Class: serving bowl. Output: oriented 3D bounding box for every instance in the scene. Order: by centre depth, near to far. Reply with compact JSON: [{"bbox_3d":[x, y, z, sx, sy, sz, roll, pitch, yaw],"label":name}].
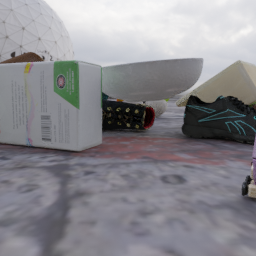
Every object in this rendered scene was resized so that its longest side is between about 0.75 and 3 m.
[{"bbox_3d":[0.505,-1.159,7.039,2.729,0.898,2.729,-5,10,1],"label":"serving bowl"}]

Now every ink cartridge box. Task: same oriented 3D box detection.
[{"bbox_3d":[-1.709,-0.483,5.754,2.255,1.638,0.986,3,8,23],"label":"ink cartridge box"}]

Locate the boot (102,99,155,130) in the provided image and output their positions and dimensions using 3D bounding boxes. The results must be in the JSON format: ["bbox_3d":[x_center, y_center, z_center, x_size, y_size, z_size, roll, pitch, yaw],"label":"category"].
[{"bbox_3d":[-0.540,-0.361,7.654,1.935,0.925,2.562,6,7,27],"label":"boot"}]

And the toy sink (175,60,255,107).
[{"bbox_3d":[2.846,-0.791,8.345,2.283,1.279,1.488,-34,-16,36],"label":"toy sink"}]

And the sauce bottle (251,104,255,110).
[{"bbox_3d":[4.377,-0.169,6.892,2.505,0.811,0.811,6,9,26],"label":"sauce bottle"}]

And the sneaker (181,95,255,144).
[{"bbox_3d":[2.428,-0.214,6.289,2.563,1.016,0.966,6,7,30],"label":"sneaker"}]

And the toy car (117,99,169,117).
[{"bbox_3d":[0.664,-1.384,13.150,2.544,2.227,1.908,-1,-29,-3],"label":"toy car"}]

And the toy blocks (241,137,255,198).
[{"bbox_3d":[2.547,-0.237,2.943,2.207,1.858,2.063,4,9,30],"label":"toy blocks"}]

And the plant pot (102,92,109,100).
[{"bbox_3d":[-2.019,-1.786,12.861,2.009,2.009,1.353,-7,41,-42],"label":"plant pot"}]

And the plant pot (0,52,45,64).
[{"bbox_3d":[-3.359,-0.731,7.436,2.299,2.149,2.149,-26,23,-39],"label":"plant pot"}]
